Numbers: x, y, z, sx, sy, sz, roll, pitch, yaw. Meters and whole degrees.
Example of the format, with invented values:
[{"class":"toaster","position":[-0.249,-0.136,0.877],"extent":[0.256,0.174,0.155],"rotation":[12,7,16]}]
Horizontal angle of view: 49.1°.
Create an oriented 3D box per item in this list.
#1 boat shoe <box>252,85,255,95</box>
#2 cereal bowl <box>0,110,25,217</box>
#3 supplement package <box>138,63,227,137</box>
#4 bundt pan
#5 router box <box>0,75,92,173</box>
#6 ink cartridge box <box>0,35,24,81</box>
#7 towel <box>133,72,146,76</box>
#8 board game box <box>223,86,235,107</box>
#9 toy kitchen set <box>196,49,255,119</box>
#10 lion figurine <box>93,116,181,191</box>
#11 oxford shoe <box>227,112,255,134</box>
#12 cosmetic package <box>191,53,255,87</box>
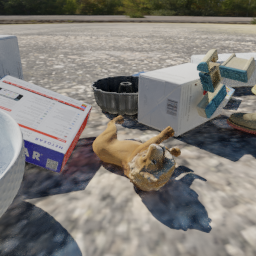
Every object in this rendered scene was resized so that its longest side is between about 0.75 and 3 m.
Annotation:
[{"class":"boat shoe","position":[5.007,-1.145,8.894],"extent":[0.813,0.696,2.219],"rotation":[-14,28,-29]},{"class":"cereal bowl","position":[-2.867,0.757,3.801],"extent":[2.884,1.201,2.884],"rotation":[4,33,-3]},{"class":"supplement package","position":[1.493,-0.875,7.510],"extent":[1.329,1.345,2.218],"rotation":[22,32,40]},{"class":"bundt pan","position":[-0.065,-0.966,8.409],"extent":[2.080,0.781,2.080],"rotation":[1,24,0]},{"class":"router box","position":[-2.054,-0.197,5.877],"extent":[2.150,0.525,1.930],"rotation":[20,33,-2]},{"class":"ink cartridge box","position":[-4.460,-1.117,7.032],"extent":[2.164,2.154,2.950],"rotation":[8,25,17]},{"class":"towel","position":[1.157,-1.704,10.404],"extent":[2.038,0.495,1.138],"rotation":[15,28,31]},{"class":"board game box","position":[2.541,-1.359,9.246],"extent":[1.752,0.300,1.178],"rotation":[28,33,17]},{"class":"toy kitchen set","position":[2.026,-0.801,5.898],"extent":[1.126,1.405,0.828],"rotation":[27,71,41]},{"class":"lion figurine","position":[0.011,0.456,5.403],"extent":[2.450,0.888,1.500],"rotation":[5,28,46]},{"class":"oxford shoe","position":[3.672,-0.354,6.871],"extent":[2.432,0.909,0.857],"rotation":[-1,24,-1]},{"class":"cosmetic package","position":[4.105,-2.291,11.026],"extent":[2.961,1.096,1.506],"rotation":[-5,24,-7]}]
